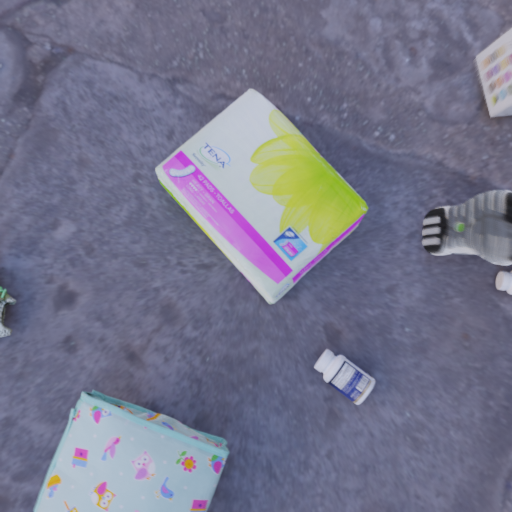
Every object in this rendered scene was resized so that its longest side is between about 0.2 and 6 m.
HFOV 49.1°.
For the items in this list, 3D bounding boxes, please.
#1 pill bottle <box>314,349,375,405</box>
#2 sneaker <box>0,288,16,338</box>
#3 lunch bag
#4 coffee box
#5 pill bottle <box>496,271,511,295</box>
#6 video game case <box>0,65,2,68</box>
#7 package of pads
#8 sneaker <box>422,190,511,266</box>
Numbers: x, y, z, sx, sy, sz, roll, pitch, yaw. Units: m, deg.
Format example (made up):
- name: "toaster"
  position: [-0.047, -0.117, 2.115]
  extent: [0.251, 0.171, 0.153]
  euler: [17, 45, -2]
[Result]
- name: "pill bottle"
  position: [1.626, 2.225, 10.429]
  extent: [1.055, 0.586, 0.586]
  euler: [37, 80, 7]
- name: "sneaker"
  position: [-5.055, 0.784, 10.781]
  extent: [0.821, 0.712, 1.853]
  euler: [-5, 83, -14]
- name: "lunch bag"
  position: [-2.143, 3.820, 9.546]
  extent: [2.762, 1.684, 2.353]
  euler: [21, 80, -1]
- name: "coffee box"
  position: [5.454, -3.668, 11.088]
  extent: [1.360, 1.345, 1.358]
  euler: [-9, 84, -16]
- name: "pill bottle"
  position: [5.112, 0.538, 10.843]
  extent: [0.801, 0.479, 0.479]
  euler: [9, 78, 1]
- name: "video game case"
  position: [-6.085, -3.967, 12.002]
  extent: [0.858, 0.104, 0.941]
  euler: [36, 79, 7]
- name: "package of pads"
  position: [0.129, -1.224, 10.859]
  extent: [2.670, 1.179, 3.456]
  euler: [-42, 81, -8]
- name: "sneaker"
  position: [4.470, -0.453, 9.768]
  extent: [1.841, 3.187, 1.196]
  euler: [4, 93, -15]
